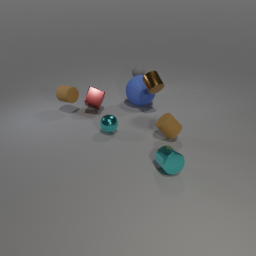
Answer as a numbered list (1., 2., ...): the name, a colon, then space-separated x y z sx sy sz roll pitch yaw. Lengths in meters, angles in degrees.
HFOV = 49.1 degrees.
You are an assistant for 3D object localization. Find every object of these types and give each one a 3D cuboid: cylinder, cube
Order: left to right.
1. cylinder: -2.604 -1.454 12.035 0.700 0.700 0.700 13 30 35
2. cube: -1.448 -1.279 12.207 0.700 0.700 0.700 20 -12 -3
3. cylinder: 1.032 -1.866 11.472 0.700 0.700 0.700 -16 68 -26
4. cylinder: 1.487 -0.078 10.193 0.700 0.700 0.700 -40 19 16
5. cylinder: 1.276 0.973 8.601 0.700 0.700 0.700 -8 18 -15

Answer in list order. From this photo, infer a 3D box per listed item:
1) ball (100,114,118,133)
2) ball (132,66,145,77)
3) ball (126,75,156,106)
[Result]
1. ball: -0.723 -0.171 10.686 0.700 0.700 0.700 0 29 0
2. ball: 0.564 -2.924 14.800 0.700 0.700 0.700 0 29 0
3. ball: 0.591 -1.729 12.960 1.400 1.400 1.400 0 29 0
